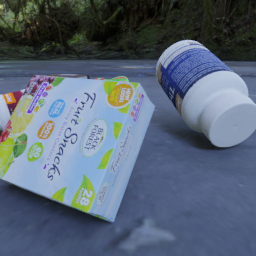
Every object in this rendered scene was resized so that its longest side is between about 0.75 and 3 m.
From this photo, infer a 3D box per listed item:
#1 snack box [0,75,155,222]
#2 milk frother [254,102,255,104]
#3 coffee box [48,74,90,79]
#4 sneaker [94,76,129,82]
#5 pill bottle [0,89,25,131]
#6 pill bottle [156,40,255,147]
[{"bbox_3d":[-0.885,0.157,4.133,2.101,1.772,0.711,10,-21,29],"label":"snack box"},{"bbox_3d":[2.924,-0.656,7.894,1.128,1.200,1.083,0,10,2],"label":"milk frother"},{"bbox_3d":[-1.334,-0.370,6.206,0.895,1.584,0.632,6,17,19],"label":"coffee box"},{"bbox_3d":[-0.895,-1.851,12.824,1.914,0.802,0.734,-2,54,5],"label":"sneaker"},{"bbox_3d":[-2.758,-0.445,7.245,1.829,1.033,1.033,-20,24,-27],"label":"pill bottle"},{"bbox_3d":[1.832,-0.878,6.779,1.570,1.570,2.829,-4,39,-15],"label":"pill bottle"}]
